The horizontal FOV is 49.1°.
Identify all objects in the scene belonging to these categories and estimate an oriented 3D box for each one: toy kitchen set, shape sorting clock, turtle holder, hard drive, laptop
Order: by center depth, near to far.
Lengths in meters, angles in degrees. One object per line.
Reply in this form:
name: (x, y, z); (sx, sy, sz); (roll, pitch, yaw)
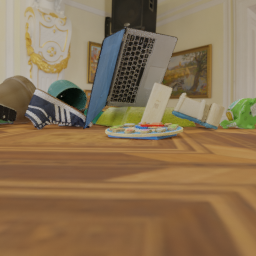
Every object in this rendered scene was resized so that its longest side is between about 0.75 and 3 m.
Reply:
shape sorting clock: (0.338, 0.019, 5.955); (1.637, 0.321, 1.637); (0, 3, 0)
laptop: (0.144, -1.445, 8.585); (2.917, 2.731, 1.690); (3, 35, -23)
turtle holder: (3.448, -0.351, 8.587); (0.926, 1.219, 0.866); (34, -12, -26)
toy kitchen set: (1.628, -0.380, 8.599); (2.128, 1.254, 1.705); (21, 5, 5)
hard drive: (-5.298, -0.663, 8.700); (2.081, 0.564, 2.979); (-1, -13, 21)

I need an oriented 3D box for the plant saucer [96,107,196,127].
plant saucer: (0.531, -0.415, 10.185); (2.804, 0.671, 2.800); (-1, 4, -24)

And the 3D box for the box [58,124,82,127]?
box: (-1.918, -0.171, 9.955); (0.865, 0.215, 0.682); (1, 4, 22)

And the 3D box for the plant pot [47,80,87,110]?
plant pot: (-2.669, -1.321, 11.723); (1.526, 1.526, 1.225); (-3, 37, -40)

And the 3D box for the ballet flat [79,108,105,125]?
ballet flat: (-1.801, -0.479, 11.090); (1.935, 0.718, 0.718); (0, 3, -17)

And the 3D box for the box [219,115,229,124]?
box: (4.069, -0.397, 12.180); (1.964, 0.404, 1.531); (-1, 4, -3)

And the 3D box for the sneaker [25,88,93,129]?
sneaker: (-2.141, -0.248, 8.569); (1.989, 1.079, 0.697); (31, -11, -19)

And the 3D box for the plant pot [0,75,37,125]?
plant pot: (-4.850, -0.975, 11.274); (2.024, 2.024, 1.756); (2, 20, 28)

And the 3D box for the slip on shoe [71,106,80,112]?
slip on shoe: (-1.862, -0.528, 10.400); (0.808, 0.299, 0.247); (37, -24, 9)
